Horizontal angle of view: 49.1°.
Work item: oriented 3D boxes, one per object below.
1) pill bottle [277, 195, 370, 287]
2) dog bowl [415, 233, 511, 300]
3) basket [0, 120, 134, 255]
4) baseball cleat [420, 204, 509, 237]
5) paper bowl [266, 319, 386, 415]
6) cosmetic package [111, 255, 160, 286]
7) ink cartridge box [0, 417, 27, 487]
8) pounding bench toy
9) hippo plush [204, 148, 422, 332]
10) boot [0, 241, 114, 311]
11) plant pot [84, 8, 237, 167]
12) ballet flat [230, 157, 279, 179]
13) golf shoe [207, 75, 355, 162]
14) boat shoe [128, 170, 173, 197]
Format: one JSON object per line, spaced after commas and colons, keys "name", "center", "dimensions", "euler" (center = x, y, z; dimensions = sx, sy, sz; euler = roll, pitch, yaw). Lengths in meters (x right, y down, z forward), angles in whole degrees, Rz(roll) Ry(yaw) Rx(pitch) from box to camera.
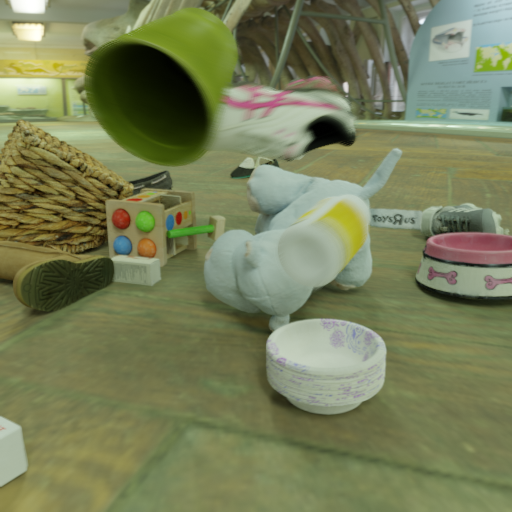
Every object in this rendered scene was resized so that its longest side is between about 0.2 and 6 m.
{"name": "pill bottle", "center": [0.732, -0.211, 5.603], "dimensions": [0.650, 0.650, 1.161], "euler": [10, 28, 28]}
{"name": "dog bowl", "center": [3.427, 0.098, 8.650], "dimensions": [1.852, 0.683, 1.852], "euler": [-1, 12, 0]}
{"name": "basket", "center": [-4.254, -0.952, 11.524], "dimensions": [2.572, 2.685, 3.604], "euler": [28, 2, -29]}
{"name": "baseball cleat", "center": [3.906, -0.496, 10.824], "dimensions": [1.358, 0.890, 2.552], "euler": [-4, 7, 11]}
{"name": "paper bowl", "center": [0.692, 1.139, 5.647], "dimensions": [1.187, 0.617, 1.187], "euler": [0, 17, 0]}
{"name": "cosmetic package", "center": [-1.945, 0.227, 8.987], "dimensions": [0.749, 0.387, 0.327], "euler": [7, 19, 17]}
{"name": "ink cartridge box", "center": [-2.469, 1.635, 4.332], "dimensions": [0.773, 0.453, 1.069], "euler": [11, 19, 32]}
{"name": "pounding bench toy", "center": [-1.605, -0.497, 10.077], "dimensions": [1.791, 1.113, 1.397], "euler": [7, 18, 20]}
{"name": "hippo plush", "center": [0.597, 0.118, 7.676], "dimensions": [2.760, 2.198, 2.219], "euler": [5, 44, 43]}
{"name": "boot", "center": [-3.578, 0.236, 8.510], "dimensions": [2.191, 0.725, 1.919], "euler": [9, 6, 23]}
{"name": "plant pot", "center": [-1.190, -2.694, 8.372], "dimensions": [1.973, 1.973, 1.900], "euler": [7, 46, 20]}
{"name": "ballet flat", "center": [-0.055, -3.020, 18.981], "dimensions": [1.867, 0.639, 0.635], "euler": [-11, 22, -30]}
{"name": "golf shoe", "center": [0.253, -2.463, 10.560], "dimensions": [3.430, 1.245, 1.579], "euler": [-14, 54, -14]}
{"name": "boat shoe", "center": [-3.396, -1.862, 15.137], "dimensions": [2.475, 0.705, 0.827], "euler": [-13, 22, -37]}
